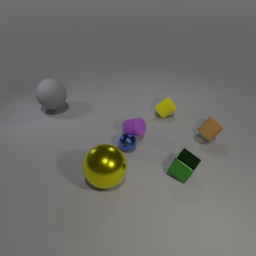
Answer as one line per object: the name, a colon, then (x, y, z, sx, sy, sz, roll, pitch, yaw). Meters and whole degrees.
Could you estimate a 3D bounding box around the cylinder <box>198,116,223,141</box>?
cylinder: (3.202, 0.028, 10.900, 0.700, 0.700, 0.700, 37, 18, -14)

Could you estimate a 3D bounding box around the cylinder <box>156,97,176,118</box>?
cylinder: (1.737, -0.935, 12.811, 0.700, 0.700, 0.700, -34, 21, 23)

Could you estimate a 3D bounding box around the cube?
cube: (1.842, 1.235, 9.193, 0.700, 0.700, 0.700, 37, 42, 15)

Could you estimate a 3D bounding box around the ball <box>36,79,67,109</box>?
ball: (-3.551, -1.578, 13.007, 1.400, 1.400, 1.400, 0, 31, 0)

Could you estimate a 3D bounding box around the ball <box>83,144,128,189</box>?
ball: (-0.712, 1.189, 8.767, 1.400, 1.400, 1.400, 0, 31, 0)

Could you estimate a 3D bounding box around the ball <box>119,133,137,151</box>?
ball: (-0.006, 0.534, 10.560, 0.700, 0.700, 0.700, 0, 31, 0)

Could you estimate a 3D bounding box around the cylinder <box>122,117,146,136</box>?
cylinder: (0.251, -0.030, 11.170, 0.700, 0.700, 0.700, -10, 18, 43)
